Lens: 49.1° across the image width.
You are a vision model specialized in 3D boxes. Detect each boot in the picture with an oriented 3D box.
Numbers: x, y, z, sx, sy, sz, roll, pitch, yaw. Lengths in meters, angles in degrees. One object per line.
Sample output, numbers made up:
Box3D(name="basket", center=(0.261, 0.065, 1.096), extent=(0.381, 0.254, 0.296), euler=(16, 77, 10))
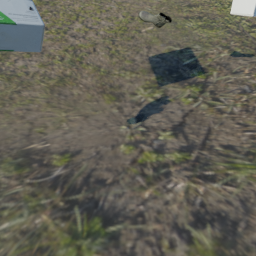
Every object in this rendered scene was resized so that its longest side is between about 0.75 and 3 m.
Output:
Box3D(name="boot", center=(0.842, -3.408, 8.550), extent=(0.932, 0.609, 0.315), euler=(15, 84, -24))

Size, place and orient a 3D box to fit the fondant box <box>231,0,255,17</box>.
Box3D(name="fondant box", center=(3.546, -3.956, 7.774), extent=(0.628, 1.555, 2.156), euler=(18, 28, 28))

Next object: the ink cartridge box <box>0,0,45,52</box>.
Box3D(name="ink cartridge box", center=(-3.147, -2.885, 7.129), extent=(1.480, 0.839, 2.019), euler=(-9, 54, -32))
